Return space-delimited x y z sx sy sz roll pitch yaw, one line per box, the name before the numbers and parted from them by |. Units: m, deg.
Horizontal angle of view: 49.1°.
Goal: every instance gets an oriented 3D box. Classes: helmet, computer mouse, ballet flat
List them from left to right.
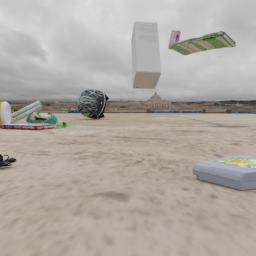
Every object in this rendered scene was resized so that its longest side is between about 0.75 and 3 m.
computer mouse | -1.880 0.411 3.577 0.827 0.218 0.572 17 13 37
ballet flat | -4.406 -0.572 14.066 1.814 0.611 0.638 3 -35 16
helmet | -2.566 -1.766 20.455 2.374 2.374 2.263 1 -9 20

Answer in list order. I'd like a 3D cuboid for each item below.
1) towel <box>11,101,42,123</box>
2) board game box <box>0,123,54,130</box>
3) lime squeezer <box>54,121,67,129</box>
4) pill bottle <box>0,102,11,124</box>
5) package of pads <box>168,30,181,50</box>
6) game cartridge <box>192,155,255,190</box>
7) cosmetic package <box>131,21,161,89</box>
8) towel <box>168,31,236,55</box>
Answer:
towel | -5.334 -0.803 14.454 1.899 0.457 1.625 -30 8 -15
board game box | -3.816 -0.059 10.594 1.834 0.178 0.944 2 5 26
lime squeezer | -2.683 -0.133 11.256 0.479 0.256 1.357 -1 5 -12
pill bottle | -5.858 -0.546 11.498 1.821 1.060 1.060 -2 4 -7
package of pads | 1.944 -3.677 11.723 0.301 0.795 0.479 20 23 26
game cartridge | 1.274 0.450 2.991 1.006 0.204 0.671 -3 9 -37
cosmetic package | 0.484 -2.095 8.118 0.733 1.727 0.929 0 -20 -7
towel | 2.299 -2.552 8.654 1.738 0.203 1.326 -3 -1 36
